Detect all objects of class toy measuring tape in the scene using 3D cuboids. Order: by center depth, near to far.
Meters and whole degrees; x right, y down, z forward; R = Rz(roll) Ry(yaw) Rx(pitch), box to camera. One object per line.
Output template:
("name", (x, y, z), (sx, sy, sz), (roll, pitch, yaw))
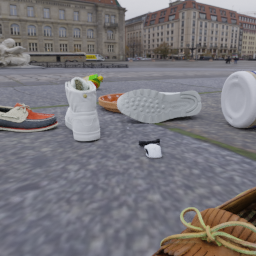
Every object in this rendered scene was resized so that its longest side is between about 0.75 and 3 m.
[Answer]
("toy measuring tape", (-2.529, -2.732, 17.539), (2.536, 0.933, 0.933), (-12, 7, 30))

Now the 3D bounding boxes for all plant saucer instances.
("plant saucer", (0.229, -1.009, 11.230), (2.801, 0.452, 2.801), (0, 15, 0))

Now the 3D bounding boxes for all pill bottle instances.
("pill bottle", (4.490, -0.882, 8.343), (2.949, 1.638, 1.638), (-4, 15, -12))

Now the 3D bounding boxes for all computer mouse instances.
("computer mouse", (0.544, 0.419, 6.182), (0.522, 0.209, 0.951), (0, 14, -6))

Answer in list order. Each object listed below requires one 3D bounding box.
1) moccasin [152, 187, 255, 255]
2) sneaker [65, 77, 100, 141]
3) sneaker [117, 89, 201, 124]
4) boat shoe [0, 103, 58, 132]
("moccasin", (0.849, 1.039, 2.473), (2.249, 0.868, 0.822), (-10, 18, -33))
("sneaker", (-1.293, -0.682, 7.871), (0.964, 1.513, 2.618), (-6, 14, -18))
("sneaker", (0.965, -0.715, 9.338), (2.851, 1.089, 1.148), (1, 3, -18))
("boat shoe", (-3.243, -0.343, 8.041), (2.430, 0.760, 0.865), (1, 13, 0))
